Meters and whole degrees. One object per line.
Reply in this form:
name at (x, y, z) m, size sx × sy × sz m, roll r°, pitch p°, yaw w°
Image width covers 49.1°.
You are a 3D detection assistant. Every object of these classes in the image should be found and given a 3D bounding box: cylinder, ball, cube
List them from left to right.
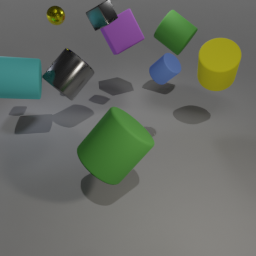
cylinder at (-3.731, -1.703, 9.617) m, size 1.400 × 1.400 × 1.400 m, roll 0°, pitch 31°, yaw -14°
ball at (-2.748, -4.288, 10.682) m, size 0.700 × 0.700 × 0.700 m, roll 0°, pitch 32°, yaw 0°
cylinder at (-2.208, -1.985, 10.445) m, size 1.400 × 1.400 × 1.400 m, roll -51°, pitch 46°, yaw -2°
cube at (-0.922, -3.995, 9.934) m, size 0.700 × 0.700 × 0.700 m, roll -7°, pitch 32°, yaw 41°
cylinder at (-0.305, 0.433, 6.952) m, size 1.400 × 1.400 × 1.400 m, roll 39°, pitch 14°, yaw -11°
cube at (-0.298, -4.229, 12.484) m, size 1.400 × 1.400 × 1.400 m, roll -30°, pitch 16°, yaw -1°
cylinder at (1.116, -1.776, 8.437) m, size 0.700 × 0.700 × 0.700 m, roll 18°, pitch 57°, yaw -30°
cylinder at (2.096, -4.204, 12.386) m, size 1.400 × 1.400 × 1.400 m, roll 38°, pitch 39°, yaw 2°
cylinder at (3.249, -2.263, 10.137) m, size 1.400 × 1.400 × 1.400 m, roll -4°, pitch 68°, yaw 10°
